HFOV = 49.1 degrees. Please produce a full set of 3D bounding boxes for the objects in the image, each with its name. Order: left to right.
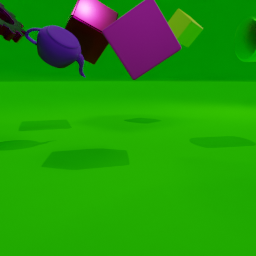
[{"bbox_3d":[-3.176,-2.701,6.816,0.263,1.420,1.420,-42,-1,17],"label":"gear"},{"bbox_3d":[-1.533,-1.710,6.230,1.583,0.775,0.984,30,35,-15],"label":"teapot"},{"bbox_3d":[-1.237,-3.075,8.745,1.307,1.307,1.307,24,-38,-20],"label":"cube"},{"bbox_3d":[0.233,-1.623,5.196,1.005,1.005,1.005,-33,14,8],"label":"cube"},{"bbox_3d":[1.891,-3.402,9.580,0.795,0.795,0.795,6,42,-47],"label":"cube"},{"bbox_3d":[3.186,-2.050,6.485,1.008,1.008,1.008,-3,11,-12],"label":"cylinder"}]
